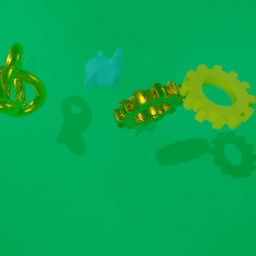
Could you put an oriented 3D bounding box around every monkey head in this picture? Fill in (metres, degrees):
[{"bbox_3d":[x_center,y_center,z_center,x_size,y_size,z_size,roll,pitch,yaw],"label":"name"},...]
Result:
[{"bbox_3d":[-0.553,-1.440,6.537,0.860,1.026,1.427,14,46,-1],"label":"monkey head"}]

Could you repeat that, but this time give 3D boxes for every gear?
[{"bbox_3d":[0.470,-0.450,6.068,1.581,1.581,0.292,-21,74,-3],"label":"gear"},{"bbox_3d":[1.732,-0.630,5.429,1.405,0.260,1.405,5,56,-8],"label":"gear"}]

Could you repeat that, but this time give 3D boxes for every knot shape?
[{"bbox_3d":[-2.764,-0.962,6.510,0.850,1.721,1.840,3,117,20],"label":"knot shape"}]
